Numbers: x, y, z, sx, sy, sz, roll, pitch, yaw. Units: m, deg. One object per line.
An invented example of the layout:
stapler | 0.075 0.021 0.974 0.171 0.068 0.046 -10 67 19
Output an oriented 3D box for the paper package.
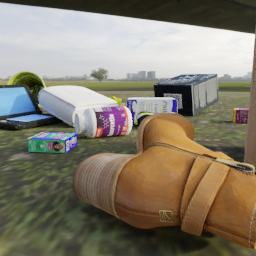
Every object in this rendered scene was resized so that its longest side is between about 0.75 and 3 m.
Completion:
paper package | 3.005 -0.673 5.120 1.426 2.756 2.627 4 9 24

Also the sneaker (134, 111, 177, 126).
sneaker | 1.012 -0.170 9.439 1.586 0.569 0.657 0 34 5

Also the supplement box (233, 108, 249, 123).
supplement box | 4.558 -0.468 10.703 1.012 0.522 0.662 4 10 23

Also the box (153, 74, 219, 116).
box | 2.960 -1.732 13.942 2.092 1.509 2.819 7 22 39

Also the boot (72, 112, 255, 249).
boot | 0.884 0.429 3.561 2.057 1.016 2.650 5 13 36

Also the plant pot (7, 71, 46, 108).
plant pot | -5.391 -1.918 15.816 2.168 2.168 1.993 0 -3 3

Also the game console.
game console | -3.794 -0.842 10.089 2.064 1.366 2.346 6 13 28

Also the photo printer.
photo printer | -1.980 -0.938 10.716 2.612 0.907 2.173 27 25 37

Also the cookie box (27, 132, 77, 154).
cookie box | -1.714 0.325 6.419 0.889 0.334 0.760 1 11 8

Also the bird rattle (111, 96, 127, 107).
bird rattle | -0.260 -1.007 13.323 1.550 0.873 1.264 -5 -10 -31

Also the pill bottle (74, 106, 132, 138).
pill bottle | -0.696 -0.163 7.832 1.501 0.844 0.844 -5 11 -25

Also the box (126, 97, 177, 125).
box | 0.867 -0.667 10.595 1.796 0.942 1.652 0 9 2
